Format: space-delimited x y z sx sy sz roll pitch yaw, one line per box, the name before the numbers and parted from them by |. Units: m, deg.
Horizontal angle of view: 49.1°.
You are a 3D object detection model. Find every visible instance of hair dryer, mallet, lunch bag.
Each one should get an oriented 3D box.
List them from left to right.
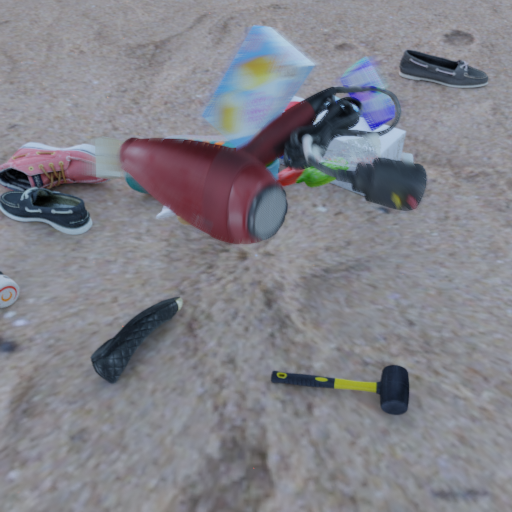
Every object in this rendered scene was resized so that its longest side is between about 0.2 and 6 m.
hair dryer | 0.070 -0.994 6.033 3.199 0.869 2.436 -2 35 3
lunch bag | 1.950 -3.638 14.888 1.364 0.700 1.697 -30 49 -31
mallet | 1.286 2.061 8.617 2.133 0.439 0.702 -2 45 6

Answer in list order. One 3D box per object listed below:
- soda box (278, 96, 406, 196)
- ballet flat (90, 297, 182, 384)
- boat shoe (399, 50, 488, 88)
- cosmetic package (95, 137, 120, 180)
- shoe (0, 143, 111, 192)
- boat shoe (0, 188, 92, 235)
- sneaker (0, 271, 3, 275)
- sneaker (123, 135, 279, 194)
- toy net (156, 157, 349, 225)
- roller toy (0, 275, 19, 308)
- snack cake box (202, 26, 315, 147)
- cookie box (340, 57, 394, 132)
soda box | 1.482 -2.789 13.499 3.889 1.238 1.324 26 47 27
ballet flat | -1.937 1.335 9.420 0.669 0.572 2.012 -18 18 48
boat shoe | 5.812 -5.804 17.324 2.737 0.780 0.915 13 42 14
cosmetic package | -2.990 -1.964 11.276 0.279 0.785 0.413 -7 -4 40
shoe | -4.557 -1.885 12.741 2.692 0.962 1.224 9 43 19
boat shoe | -4.552 -1.124 11.990 2.293 0.692 0.867 12 42 14
sneaker | -5.718 0.178 10.439 1.981 0.785 0.747 3 43 5
sneaker | -1.133 -1.932 12.497 3.492 1.246 1.395 -13 38 -17
toy net | -0.427 -1.208 8.592 2.126 0.783 4.053 -29 17 -20
roller toy | -4.593 0.636 10.099 0.398 0.570 0.520 29 34 32
snack cake box | 0.003 -2.427 8.257 0.909 1.580 0.531 44 33 11
cookie box | 1.962 -2.846 9.758 0.465 1.058 1.237 -29 15 24
